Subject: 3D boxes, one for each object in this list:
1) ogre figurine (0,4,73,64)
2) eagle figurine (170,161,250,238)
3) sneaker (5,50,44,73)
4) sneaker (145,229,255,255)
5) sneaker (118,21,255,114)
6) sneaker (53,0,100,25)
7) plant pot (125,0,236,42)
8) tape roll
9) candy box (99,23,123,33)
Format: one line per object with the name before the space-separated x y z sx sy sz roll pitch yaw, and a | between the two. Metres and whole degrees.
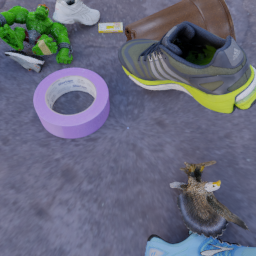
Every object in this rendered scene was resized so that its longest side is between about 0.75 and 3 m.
ogre figurine | -3.011 -3.114 9.006 2.648 1.299 1.587 6 52 -3
eagle figurine | 1.693 1.541 6.105 1.281 1.274 1.688 -17 66 2
sneaker | -3.304 -2.121 8.835 1.329 0.527 0.491 20 25 8
sneaker | 1.752 2.463 5.579 2.996 1.174 1.348 -4 54 -3
sneaker | 0.631 -0.985 3.729 2.286 0.925 0.844 25 72 43
sneaker | -1.660 -4.092 9.641 0.726 0.925 1.862 37 38 28
plant pot | 1.330 -2.408 8.047 2.447 2.472 2.472 -19 59 -4
tape roll | -1.546 -0.734 7.887 2.040 0.669 2.040 0 58 -1
candy box | -0.619 -3.593 10.030 0.866 0.114 0.443 -2 55 -2
